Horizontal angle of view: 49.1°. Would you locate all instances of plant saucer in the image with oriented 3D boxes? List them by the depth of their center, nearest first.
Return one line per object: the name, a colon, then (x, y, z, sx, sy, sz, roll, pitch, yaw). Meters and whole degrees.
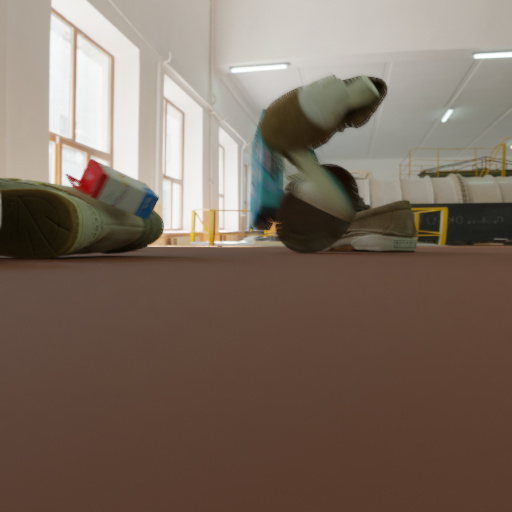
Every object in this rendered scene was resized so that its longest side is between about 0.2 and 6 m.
plant saucer: (1.052, -0.882, 10.174, 1.747, 1.747, 0.320, -1, 28, -27)

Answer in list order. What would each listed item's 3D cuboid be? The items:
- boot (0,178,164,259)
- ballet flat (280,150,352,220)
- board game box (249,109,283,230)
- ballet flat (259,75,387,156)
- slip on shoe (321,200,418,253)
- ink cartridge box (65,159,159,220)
boot: (-2.859, -0.497, 7.281, 2.799, 1.009, 2.165, 7, 6, 21)
ballet flat: (0.802, -1.205, 8.645, 0.657, 1.892, 0.657, -18, -32, -12)
board game box: (0.211, -1.725, 11.578, 0.475, 2.025, 1.529, 4, -16, -7)
ballet flat: (1.088, -2.118, 7.849, 2.664, 0.904, 0.964, -26, -7, -46)
slip on shoe: (2.201, -0.607, 12.307, 1.290, 1.028, 3.393, 0, 1, -22)
ink cartridge box: (-1.718, -0.828, 6.677, 0.977, 0.329, 0.568, 23, 12, -37)
